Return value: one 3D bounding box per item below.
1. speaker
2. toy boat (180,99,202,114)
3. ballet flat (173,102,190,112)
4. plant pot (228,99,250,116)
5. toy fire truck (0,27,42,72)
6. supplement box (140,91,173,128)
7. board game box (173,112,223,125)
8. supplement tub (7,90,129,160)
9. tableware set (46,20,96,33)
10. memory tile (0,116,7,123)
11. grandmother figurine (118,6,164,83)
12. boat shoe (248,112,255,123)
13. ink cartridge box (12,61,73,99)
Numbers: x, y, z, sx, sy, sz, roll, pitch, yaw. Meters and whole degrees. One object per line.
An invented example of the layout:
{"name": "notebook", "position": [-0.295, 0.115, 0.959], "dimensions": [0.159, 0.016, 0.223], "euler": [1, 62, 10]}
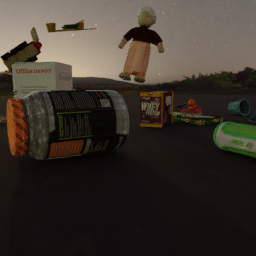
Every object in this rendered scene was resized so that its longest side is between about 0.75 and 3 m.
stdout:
{"name": "speaker", "position": [2.879, 0.297, 6.492], "dimensions": [0.791, 0.791, 1.789], "euler": [-5, 10, -29]}
{"name": "toy boat", "position": [3.379, -1.072, 14.866], "dimensions": [0.917, 0.918, 1.405], "euler": [6, 11, 34]}
{"name": "ballet flat", "position": [2.857, -1.149, 16.318], "dimensions": [2.710, 0.628, 0.913], "euler": [-7, 11, -39]}
{"name": "plant pot", "position": [6.182, -1.136, 15.734], "dimensions": [0.904, 0.904, 0.885], "euler": [-5, 3, -28]}
{"name": "toy fire truck", "position": [-4.191, -3.237, 11.478], "dimensions": [1.534, 1.121, 1.743], "euler": [-20, 26, 27]}
{"name": "supplement box", "position": [1.202, -0.806, 11.595], "dimensions": [0.928, 1.378, 1.397], "euler": [5, 10, 28]}
{"name": "board game box", "position": [2.675, -0.470, 12.973], "dimensions": [1.539, 0.345, 2.938], "euler": [-10, 13, -40]}
{"name": "supplement tub", "position": [-1.378, -0.103, 6.482], "dimensions": [2.521, 1.545, 1.545], "euler": [-4, 10, -30]}
{"name": "tableware set", "position": [-1.963, -3.316, 9.132], "dimensions": [1.369, 0.312, 2.033], "euler": [2, 21, 16]}
{"name": "memory tile", "position": [-5.271, -0.484, 13.476], "dimensions": [1.698, 0.186, 2.215], "euler": [3, 9, 18]}
{"name": "grandmother figurine", "position": [0.532, -3.204, 10.627], "dimensions": [1.747, 2.881, 0.873], "euler": [11, -6, -6]}
{"name": "boat shoe", "position": [5.944, -0.462, 12.238], "dimensions": [0.627, 0.511, 1.489], "euler": [-4, 10, -26]}
{"name": "ink cartridge box", "position": [-2.771, -0.938, 9.220], "dimensions": [1.700, 2.356, 0.987], "euler": [3, 9, 19]}
